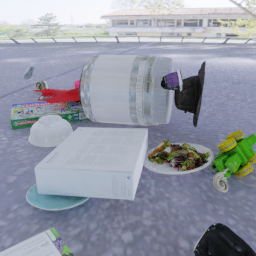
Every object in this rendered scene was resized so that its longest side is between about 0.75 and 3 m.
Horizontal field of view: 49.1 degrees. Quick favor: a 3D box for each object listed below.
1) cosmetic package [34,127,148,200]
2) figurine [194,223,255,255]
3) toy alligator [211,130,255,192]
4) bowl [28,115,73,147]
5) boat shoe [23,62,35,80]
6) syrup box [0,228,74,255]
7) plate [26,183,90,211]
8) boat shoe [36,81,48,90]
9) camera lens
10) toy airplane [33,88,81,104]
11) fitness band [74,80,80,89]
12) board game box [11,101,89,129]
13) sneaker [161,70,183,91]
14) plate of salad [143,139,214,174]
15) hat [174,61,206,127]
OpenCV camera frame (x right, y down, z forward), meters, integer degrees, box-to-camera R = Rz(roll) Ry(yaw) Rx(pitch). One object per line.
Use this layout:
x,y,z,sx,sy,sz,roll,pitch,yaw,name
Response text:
-0.655,0.685,6.706,2.020,0.692,2.679,3,18,10,cosmetic package
1.337,2.287,3.122,2.049,0.882,2.000,-21,35,-39,figurine
2.391,0.812,6.728,0.792,0.865,2.918,-36,-5,42,toy alligator
-2.401,0.003,8.739,1.446,0.650,1.446,0,23,0,bowl
-3.723,-2.154,10.628,0.290,0.788,0.263,23,43,-36,boat shoe
-0.774,2.195,3.241,0.837,0.809,2.055,-17,28,-35,syrup box
-1.414,1.393,5.896,1.372,0.175,1.372,0,18,0,plate
-4.174,-1.978,13.634,0.478,0.571,1.598,-8,18,-20,boat shoe
-0.017,-1.282,9.528,2.917,2.333,2.333,5,23,14,camera lens
-2.535,-1.331,11.265,2.902,0.534,2.902,0,9,0,toy airplane
-1.153,-2.016,13.715,2.985,0.559,2.144,6,23,11,fitness band
-2.949,-0.593,10.508,2.641,0.385,1.777,-8,25,-18,board game box
1.088,-1.167,7.082,0.528,0.457,1.207,-11,-7,10,sneaker
1.250,0.663,7.185,1.832,0.440,1.832,-7,18,2,plate of salad
1.763,-1.018,8.246,0.792,1.964,1.964,7,23,11,hat
